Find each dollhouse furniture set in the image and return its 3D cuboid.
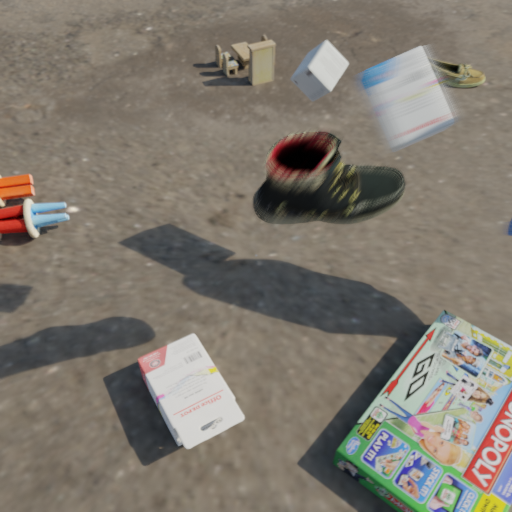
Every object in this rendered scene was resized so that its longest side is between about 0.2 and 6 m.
[{"bbox_3d":[-0.151,-5.254,14.456,1.409,0.998,1.534,-18,50,-17],"label":"dollhouse furniture set"}]

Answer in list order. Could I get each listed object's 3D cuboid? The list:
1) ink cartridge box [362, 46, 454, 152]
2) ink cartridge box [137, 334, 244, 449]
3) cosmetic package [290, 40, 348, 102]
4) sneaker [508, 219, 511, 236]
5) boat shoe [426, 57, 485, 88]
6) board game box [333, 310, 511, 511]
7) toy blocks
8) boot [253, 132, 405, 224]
[{"bbox_3d":[2.191,-2.248,8.159,0.881,0.516,1.219,-23,87,3],"label":"ink cartridge box"},{"bbox_3d":[-0.921,1.992,7.949,0.942,0.546,1.618,-22,49,-20],"label":"ink cartridge box"},{"bbox_3d":[0.741,-2.163,6.574,0.397,0.397,0.482,39,69,-20],"label":"cosmetic package"},{"bbox_3d":[4.516,-1.403,7.342,1.237,3.177,1.114,28,38,26],"label":"sneaker"},{"bbox_3d":[4.956,-4.709,14.253,1.723,0.542,0.629,14,48,13],"label":"boat shoe"},{"bbox_3d":[2.772,2.287,7.752,2.044,0.442,3.037,30,54,26],"label":"board game box"},{"bbox_3d":[-4.640,-0.988,10.613,2.075,0.754,1.730,-9,48,-8],"label":"toy blocks"},{"bbox_3d":[0.927,-0.872,6.366,1.895,1.431,0.684,-7,75,-4],"label":"boot"}]
